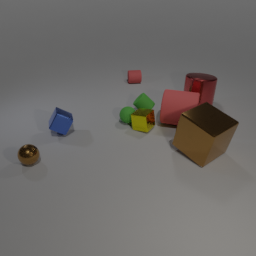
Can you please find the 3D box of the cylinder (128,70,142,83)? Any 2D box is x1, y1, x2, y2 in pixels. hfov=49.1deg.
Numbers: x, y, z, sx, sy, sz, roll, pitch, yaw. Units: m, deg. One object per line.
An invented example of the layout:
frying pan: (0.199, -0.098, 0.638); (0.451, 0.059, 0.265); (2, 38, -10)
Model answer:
cylinder: (0.361, -2.855, 15.556); (0.700, 0.700, 0.700); (-4, 31, -6)

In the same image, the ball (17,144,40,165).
ball: (-3.299, 0.882, 9.301); (0.700, 0.700, 0.700); (0, 31, 0)

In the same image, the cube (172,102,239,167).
cube: (2.599, 0.192, 9.549); (1.400, 1.400, 1.400); (-23, 49, -34)

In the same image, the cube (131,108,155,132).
cube: (0.614, -0.331, 11.241); (0.700, 0.700, 0.700); (10, 31, 32)

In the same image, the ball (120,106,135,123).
ball: (-0.003, -0.546, 11.617); (0.700, 0.700, 0.700); (0, 31, 0)

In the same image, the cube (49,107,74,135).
cube: (-2.595, -0.268, 10.825); (0.700, 0.700, 0.700); (24, 17, -26)

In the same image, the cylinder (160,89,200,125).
cylinder: (2.112, -0.807, 11.408); (1.400, 1.400, 1.400); (9, 32, 13)

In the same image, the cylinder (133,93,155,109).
cylinder: (0.700, -1.063, 12.261); (0.700, 0.700, 0.700); (42, 31, -12)

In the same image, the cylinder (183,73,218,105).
cylinder: (3.241, -1.679, 12.766); (1.400, 1.400, 1.400); (3, 24, -1)
